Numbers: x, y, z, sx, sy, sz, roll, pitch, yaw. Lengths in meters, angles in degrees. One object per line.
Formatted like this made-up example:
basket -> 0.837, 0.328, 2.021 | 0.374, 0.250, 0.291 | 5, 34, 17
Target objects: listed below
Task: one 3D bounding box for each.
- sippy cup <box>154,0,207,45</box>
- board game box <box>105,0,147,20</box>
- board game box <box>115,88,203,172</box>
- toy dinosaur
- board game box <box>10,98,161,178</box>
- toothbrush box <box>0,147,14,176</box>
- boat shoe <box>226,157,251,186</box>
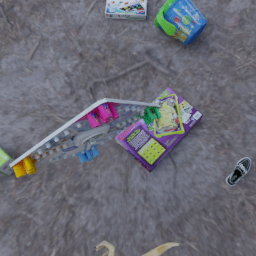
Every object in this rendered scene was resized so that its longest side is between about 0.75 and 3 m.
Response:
sippy cup -> 2.068, -4.027, 10.565 | 2.077, 1.631, 1.522 | -44, 84, -7
board game box -> -0.068, -4.989, 11.574 | 1.669, 0.289, 1.054 | 4, 67, 2
board game box -> 1.056, -0.004, 9.377 | 1.605, 0.432, 2.673 | 43, 73, 12
toy dinosaur -> -0.153, 2.758, 5.199 | 2.432, 0.708, 1.230 | -46, 55, -6
board game box -> -0.756, 0.232, 6.203 | 2.622, 2.621, 0.339 | -32, 77, 25
toothbrush box -> -4.080, 0.871, 8.718 | 1.175, 0.855, 0.506 | 40, 72, 15
boat shoe -> 3.507, 1.326, 8.773 | 1.140, 0.389, 0.421 | -39, 72, -15
